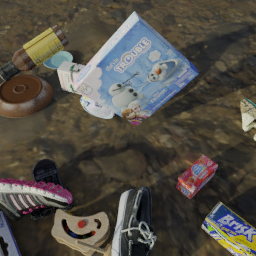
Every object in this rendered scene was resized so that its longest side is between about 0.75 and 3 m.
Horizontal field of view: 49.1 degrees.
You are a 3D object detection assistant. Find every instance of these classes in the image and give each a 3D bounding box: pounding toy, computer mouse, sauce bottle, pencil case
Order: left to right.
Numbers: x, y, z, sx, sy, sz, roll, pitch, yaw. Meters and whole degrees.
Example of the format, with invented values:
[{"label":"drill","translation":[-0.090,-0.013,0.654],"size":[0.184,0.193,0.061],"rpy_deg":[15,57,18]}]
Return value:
[{"label":"sauce bottle","translation":[-3.043,-2.354,8.946],"size":[2.386,0.772,0.772],"rpy_deg":[-34,56,-4]},{"label":"computer mouse","translation":[-2.363,1.778,8.338],"size":[1.227,0.467,1.772],"rpy_deg":[-15,62,-12]},{"label":"pounding toy","translation":[-1.072,2.560,7.205],"size":[1.888,1.083,1.079],"rpy_deg":[18,57,15]},{"label":"pencil case","translation":[-0.659,-1.782,10.423],"size":[1.328,1.217,2.929],"rpy_deg":[21,65,2]}]

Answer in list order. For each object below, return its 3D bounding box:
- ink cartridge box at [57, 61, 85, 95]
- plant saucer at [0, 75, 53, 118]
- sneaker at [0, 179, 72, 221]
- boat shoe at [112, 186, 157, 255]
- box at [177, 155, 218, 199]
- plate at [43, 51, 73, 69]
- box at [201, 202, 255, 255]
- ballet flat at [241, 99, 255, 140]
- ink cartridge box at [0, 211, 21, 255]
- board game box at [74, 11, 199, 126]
[{"label":"ink cartridge box","translation":[-1.906,-1.899,10.978],"size":[1.489,1.088,0.628],"rpy_deg":[14,52,13]},{"label":"plant saucer","translation":[-4.188,-1.401,10.997],"size":[2.362,0.432,2.362],"rpy_deg":[0,49,0]},{"label":"sneaker","translation":[-2.692,2.015,7.612],"size":[2.351,0.867,1.028],"rpy_deg":[7,89,2]},{"label":"boat shoe","translation":[0.274,2.675,7.096],"size":[0.881,0.952,2.580],"rpy_deg":[-28,32,30]},{"label":"box","translation":[2.082,1.460,8.448],"size":[1.221,0.608,0.583],"rpy_deg":[-36,59,-27]},{"label":"plate","translation":[-3.116,-3.007,12.517],"size":[1.313,0.168,1.313],"rpy_deg":[0,50,0]},{"label":"box","translation":[2.958,2.908,7.192],"size":[0.718,0.659,2.051],"rpy_deg":[-38,60,-27]},{"label":"ballet flat","translation":[4.616,-0.002,9.635],"size":[0.955,0.860,2.536],"rpy_deg":[-40,59,-2]},{"label":"ink cartridge box","translation":[-3.900,3.359,6.787],"size":[2.307,0.542,2.279],"rpy_deg":[-14,47,-34]},{"label":"board game box","translation":[0.259,-1.554,8.507],"size":[2.715,2.729,0.592],"rpy_deg":[29,32,-35]}]
